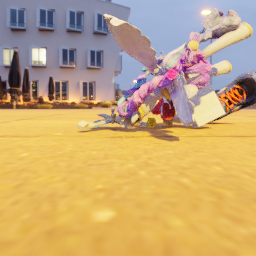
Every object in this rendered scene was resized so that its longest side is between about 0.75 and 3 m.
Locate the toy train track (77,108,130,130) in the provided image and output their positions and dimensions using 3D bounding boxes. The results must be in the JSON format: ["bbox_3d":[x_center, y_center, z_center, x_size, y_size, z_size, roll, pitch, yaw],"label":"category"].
[{"bbox_3d":[-0.583,-0.254,7.059,0.997,0.283,1.738,23,23,30],"label":"toy train track"}]

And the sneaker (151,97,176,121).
[{"bbox_3d":[0.917,-0.415,7.523,0.438,0.646,1.118,36,37,-11],"label":"sneaker"}]

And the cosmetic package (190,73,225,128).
[{"bbox_3d":[1.785,-0.888,7.416,0.822,1.617,0.599,-26,-2,-3],"label":"cosmetic package"}]

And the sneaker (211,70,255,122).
[{"bbox_3d":[3.145,-0.794,8.870,1.071,1.028,2.730,-29,-11,-33],"label":"sneaker"}]

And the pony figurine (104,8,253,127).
[{"bbox_3d":[0.951,-1.144,5.605,2.887,2.404,2.787,-34,-16,-6],"label":"pony figurine"}]

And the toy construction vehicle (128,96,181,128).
[{"bbox_3d":[0.726,-0.460,8.589,1.498,0.606,1.720,6,24,-36],"label":"toy construction vehicle"}]
